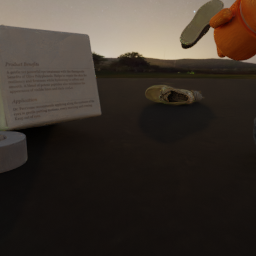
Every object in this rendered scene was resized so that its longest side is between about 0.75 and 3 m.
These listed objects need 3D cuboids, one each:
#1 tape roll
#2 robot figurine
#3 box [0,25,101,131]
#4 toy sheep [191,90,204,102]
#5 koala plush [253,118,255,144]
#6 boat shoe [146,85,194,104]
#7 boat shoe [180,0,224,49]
[{"bbox_3d":[-2.379,0.389,4.682,1.300,0.429,1.300,-1,12,0],"label":"tape roll"},{"bbox_3d":[2.546,-2.148,5.777,1.437,1.165,1.998,37,-18,-3],"label":"robot figurine"},{"bbox_3d":[-2.326,-1.029,6.655,2.338,2.013,2.350,-12,5,-44],"label":"box"},{"bbox_3d":[3.201,-1.491,13.211,0.839,0.578,0.578,6,12,-1],"label":"toy sheep"},{"bbox_3d":[2.641,0.289,4.914,0.756,0.784,0.853,0,33,5],"label":"koala plush"},{"bbox_3d":[1.769,-1.471,12.605,2.274,0.820,0.739,12,15,26],"label":"boat shoe"},{"bbox_3d":[2.867,-4.045,10.982,0.810,2.253,0.671,39,-4,12],"label":"boat shoe"}]
